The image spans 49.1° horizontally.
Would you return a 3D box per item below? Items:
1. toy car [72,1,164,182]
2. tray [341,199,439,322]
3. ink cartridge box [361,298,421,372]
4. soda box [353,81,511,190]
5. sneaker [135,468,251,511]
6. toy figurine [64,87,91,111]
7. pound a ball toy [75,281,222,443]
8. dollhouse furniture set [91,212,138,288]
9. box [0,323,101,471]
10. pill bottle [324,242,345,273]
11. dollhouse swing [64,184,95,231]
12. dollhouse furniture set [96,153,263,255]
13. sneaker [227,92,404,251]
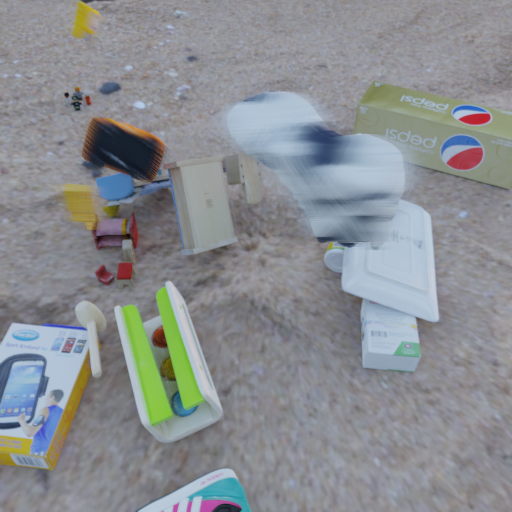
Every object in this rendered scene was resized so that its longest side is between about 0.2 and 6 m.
[{"bbox_3d":[-2.417,-2.953,10.274,1.499,3.055,1.017,2,23,-2],"label":"toy car"},{"bbox_3d":[2.745,-0.263,11.170,1.882,0.389,3.506,20,40,-2],"label":"tray"},{"bbox_3d":[2.373,1.382,10.025,0.917,0.552,1.262,4,47,3],"label":"ink cartridge box"},{"bbox_3d":[4.476,-3.020,13.742,4.023,1.363,1.288,19,49,17],"label":"soda box"},{"bbox_3d":[-0.904,3.880,7.412,2.128,0.890,1.285,-24,41,-23],"label":"sneaker"},{"bbox_3d":[-5.045,-4.454,15.793,0.626,0.443,0.636,31,54,27],"label":"toy figurine"},{"bbox_3d":[-1.821,1.742,9.379,1.802,1.174,2.764,-26,50,-2],"label":"pound a ball toy"},{"bbox_3d":[-2.911,-0.128,11.421,0.866,0.655,1.610,-4,46,-4],"label":"dollhouse furniture set"},{"bbox_3d":[-3.688,2.117,9.329,1.572,0.548,2.641,5,48,5],"label":"box"},{"bbox_3d":[1.830,-0.236,11.551,0.618,0.618,1.113,14,48,13],"label":"pill bottle"},{"bbox_3d":[-3.423,-0.889,10.718,0.656,0.722,0.634,5,40,5],"label":"dollhouse swing"},{"bbox_3d":[-1.667,-1.116,12.444,2.792,1.822,2.636,-1,12,43],"label":"dollhouse furniture set"},{"bbox_3d":[0.882,-1.150,8.752,3.210,2.089,1.281,28,62,32],"label":"sneaker"}]
